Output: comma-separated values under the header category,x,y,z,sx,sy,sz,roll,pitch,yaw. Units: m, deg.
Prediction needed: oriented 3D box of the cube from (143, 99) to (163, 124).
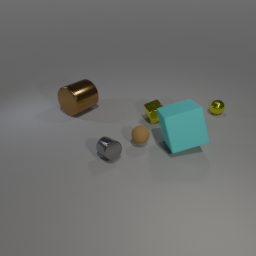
category,x,y,z,sx,sy,sz,roll,pitch,yaw
cube,1.184,-0.728,12.501,0.700,0.700,0.700,-22,42,-7

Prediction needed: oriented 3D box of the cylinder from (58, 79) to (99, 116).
category,x,y,z,sx,sy,sz,roll,pitch,yaw
cylinder,-2.350,-1.460,13.258,1.400,1.400,1.400,22,37,33

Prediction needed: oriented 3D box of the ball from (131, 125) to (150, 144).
category,x,y,z,sx,sy,sz,roll,pitch,yaw
ball,0.481,0.251,10.723,0.700,0.700,0.700,0,30,0

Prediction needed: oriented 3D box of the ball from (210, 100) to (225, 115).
category,x,y,z,sx,sy,sz,roll,pitch,yaw
ball,4.198,-0.978,13.159,0.700,0.700,0.700,0,30,0

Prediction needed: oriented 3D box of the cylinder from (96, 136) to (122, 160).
category,x,y,z,sx,sy,sz,roll,pitch,yaw
cylinder,-0.679,0.713,10.023,0.700,0.700,0.700,-18,21,-27

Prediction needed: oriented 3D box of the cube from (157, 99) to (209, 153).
category,x,y,z,sx,sy,sz,roll,pitch,yaw
cube,2.007,-0.107,10.443,1.400,1.400,1.400,-17,19,0
